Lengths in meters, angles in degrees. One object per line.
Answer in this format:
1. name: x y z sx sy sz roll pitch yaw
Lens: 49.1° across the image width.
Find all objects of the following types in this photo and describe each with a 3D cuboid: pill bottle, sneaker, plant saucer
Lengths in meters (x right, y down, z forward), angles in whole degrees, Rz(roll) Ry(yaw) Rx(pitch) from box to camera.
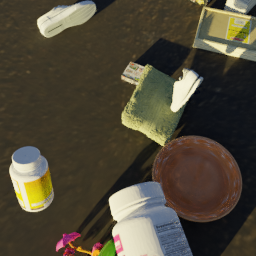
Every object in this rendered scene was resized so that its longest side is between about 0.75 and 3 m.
1. pill bottle: -1.772 0.938 5.170 0.656 1.200 0.656 2 38 -2
2. sneaker: 1.424 -0.973 7.348 0.545 1.354 0.517 37 48 7
3. pill bottle: 0.526 2.564 5.839 1.472 1.472 2.597 -15 62 -8
4. sneaker: -2.163 -3.971 9.735 2.148 0.784 0.760 -30 70 -14
5. plant saucer: 1.719 1.266 7.146 2.232 0.418 2.232 0 61 0

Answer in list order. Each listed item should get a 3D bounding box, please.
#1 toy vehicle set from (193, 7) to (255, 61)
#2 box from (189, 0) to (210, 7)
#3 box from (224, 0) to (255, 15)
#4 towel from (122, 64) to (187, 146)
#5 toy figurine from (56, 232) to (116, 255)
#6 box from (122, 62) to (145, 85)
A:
1. toy vehicle set: 3.727 -3.190 9.553 2.709 0.359 1.683 16 63 8
2. box: 2.589 -5.339 10.716 1.470 0.338 1.168 30 66 15
3. box: 4.406 -4.906 10.305 0.795 0.661 1.935 34 67 17
4. towel: 0.833 -0.678 7.972 1.605 0.395 2.164 29 63 -8
5. toy figurine: -1.064 2.881 6.193 1.195 0.975 1.298 17 87 24
6. box: 0.458 -1.606 8.797 1.173 0.204 0.646 25 65 13
